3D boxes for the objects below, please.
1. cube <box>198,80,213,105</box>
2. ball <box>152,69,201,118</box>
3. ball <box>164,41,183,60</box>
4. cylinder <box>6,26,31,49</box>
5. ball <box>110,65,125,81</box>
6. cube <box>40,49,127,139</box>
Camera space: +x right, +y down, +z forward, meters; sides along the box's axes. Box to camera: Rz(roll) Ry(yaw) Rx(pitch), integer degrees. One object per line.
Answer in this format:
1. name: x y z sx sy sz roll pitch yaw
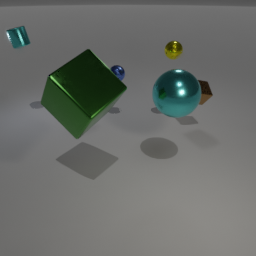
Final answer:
1. cube: 2.789 -1.412 11.105 0.700 0.700 0.700 4 59 -27
2. ball: 1.401 -0.992 8.108 1.400 1.400 1.400 0 27 0
3. ball: 1.737 -2.960 10.658 0.700 0.700 0.700 0 27 0
4. cylinder: -4.258 -3.542 10.917 0.700 0.700 0.700 -12 26 6
5. ball: -0.469 -2.253 11.631 0.700 0.700 0.700 0 27 0
6. cube: -1.156 -0.833 7.146 1.400 1.400 1.400 45 58 -1
